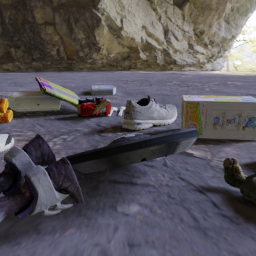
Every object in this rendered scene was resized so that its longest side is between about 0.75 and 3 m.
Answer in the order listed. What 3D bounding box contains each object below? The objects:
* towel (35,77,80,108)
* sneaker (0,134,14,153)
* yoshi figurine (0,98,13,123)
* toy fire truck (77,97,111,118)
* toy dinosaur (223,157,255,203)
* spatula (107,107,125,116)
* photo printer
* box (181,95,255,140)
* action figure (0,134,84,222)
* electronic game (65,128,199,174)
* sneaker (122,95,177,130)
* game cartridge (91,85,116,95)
[{"bbox_3d":[-2.869,-1.447,11.865,1.996,0.316,2.779,23,9,-31],"label":"towel"},{"bbox_3d":[-3.439,0.250,6.363,0.637,0.739,1.685,11,16,43],"label":"sneaker"},{"bbox_3d":[-5.010,-0.631,9.487,1.965,1.105,1.100,-4,-1,-5],"label":"yoshi figurine"},{"bbox_3d":[-1.026,-0.781,10.272,1.229,0.898,1.396,-13,24,-43],"label":"toy fire truck"},{"bbox_3d":[2.253,0.962,4.013,0.996,0.536,2.259,-16,16,-5],"label":"toy dinosaur"},{"bbox_3d":[-0.294,-0.659,11.302,1.130,0.130,1.625,2,18,4],"label":"spatula"},{"bbox_3d":[-4.027,-1.181,12.039,2.090,0.726,1.738,-4,15,-16],"label":"photo printer"},{"bbox_3d":[2.562,-0.337,8.012,2.073,1.050,1.166,2,14,8],"label":"box"},{"bbox_3d":[-1.811,1.011,3.135,2.479,0.860,1.613,-27,32,-30],"label":"action figure"},{"bbox_3d":[0.042,0.363,4.923,2.403,0.500,2.403,-12,-5,-1],"label":"electronic game"},{"bbox_3d":[0.838,-0.604,9.176,0.916,1.005,2.451,12,18,39],"label":"sneaker"},{"bbox_3d":[-1.535,-2.401,17.590,1.541,0.481,2.314,-6,15,-6],"label":"game cartridge"}]
